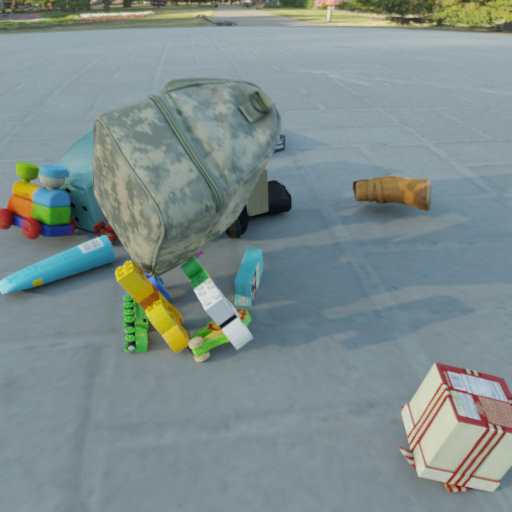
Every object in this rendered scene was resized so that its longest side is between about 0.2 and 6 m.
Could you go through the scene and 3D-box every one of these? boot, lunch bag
[{"bbox_3d":[3.161,-1.522,13.171,1.611,0.796,2.075,-1,22,0],"label":"boot"},{"bbox_3d":[0.017,-1.152,13.087,1.783,0.810,2.122,-11,24,-12],"label":"boot"},{"bbox_3d":[-1.046,-1.277,8.884,2.542,3.031,2.112,-28,81,-22],"label":"lunch bag"}]

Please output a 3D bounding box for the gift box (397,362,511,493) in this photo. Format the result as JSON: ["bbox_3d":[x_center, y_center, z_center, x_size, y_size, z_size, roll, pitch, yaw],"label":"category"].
[{"bbox_3d":[2.403,2.075,6.858,1.231,1.149,1.136,16,31,-4],"label":"gift box"}]

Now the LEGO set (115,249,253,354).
[{"bbox_3d":[-1.530,0.320,9.312,1.382,1.486,3.622,-37,33,-2],"label":"LEGO set"}]

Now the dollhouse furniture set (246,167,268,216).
[{"bbox_3d":[-1.446,-1.992,11.760,2.970,2.804,1.938,-15,55,-9],"label":"dollhouse furniture set"}]

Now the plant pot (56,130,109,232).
[{"bbox_3d":[-3.470,-1.821,13.404,1.894,1.895,2.681,15,41,25],"label":"plant pot"}]

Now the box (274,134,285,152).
[{"bbox_3d":[-0.590,-3.718,18.050,2.237,0.556,2.221,-20,35,-33],"label":"box"}]

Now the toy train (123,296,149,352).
[{"bbox_3d":[-2.041,1.130,9.522,0.421,0.311,1.493,3,27,-16],"label":"toy train"}]

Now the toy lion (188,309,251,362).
[{"bbox_3d":[-0.581,1.217,9.165,1.050,0.360,1.006,-22,17,-2],"label":"toy lion"}]

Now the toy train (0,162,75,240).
[{"bbox_3d":[-5.126,-1.371,12.317,2.660,1.539,1.126,17,14,30],"label":"toy train"}]

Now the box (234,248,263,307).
[{"bbox_3d":[-0.129,0.384,10.608,0.318,0.532,1.294,5,30,8],"label":"box"}]

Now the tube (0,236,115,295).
[{"bbox_3d":[-3.891,0.221,10.940,2.219,0.559,0.859,-23,16,-27],"label":"tube"}]

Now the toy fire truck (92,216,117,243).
[{"bbox_3d":[-3.133,-0.618,12.326,0.489,0.872,0.732,47,8,2],"label":"toy fire truck"}]
